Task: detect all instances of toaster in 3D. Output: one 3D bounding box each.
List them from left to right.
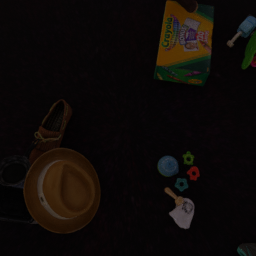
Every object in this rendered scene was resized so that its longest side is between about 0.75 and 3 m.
[{"bbox_3d":[-2.588,1.668,6.868,1.344,0.798,1.215,7,70,3],"label":"toaster"}]

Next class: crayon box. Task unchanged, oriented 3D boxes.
[{"bbox_3d":[1.688,-2.564,8.374,1.485,0.728,2.499,9,68,3],"label":"crayon box"}]

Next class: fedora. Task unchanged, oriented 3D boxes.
[{"bbox_3d":[-1.377,1.419,6.551,2.031,0.828,2.031,10,71,-31],"label":"fedora"}]

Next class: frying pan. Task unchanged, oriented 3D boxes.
[{"bbox_3d":[-2.687,0.810,6.772,0.818,0.220,1.353,5,50,-2],"label":"frying pan"}]

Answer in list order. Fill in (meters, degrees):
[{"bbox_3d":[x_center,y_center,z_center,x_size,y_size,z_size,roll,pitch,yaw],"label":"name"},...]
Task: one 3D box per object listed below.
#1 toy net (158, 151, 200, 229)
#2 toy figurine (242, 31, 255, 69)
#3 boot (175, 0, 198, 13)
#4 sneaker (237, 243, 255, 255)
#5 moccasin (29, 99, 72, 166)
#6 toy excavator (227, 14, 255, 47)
[{"bbox_3d":[1.383,1.574,7.164,0.980,0.361,1.868,-7,72,-5],"label":"toy net"},{"bbox_3d":[4.280,-2.174,8.290,1.304,1.064,1.417,22,93,-2],"label":"toy figurine"},{"bbox_3d":[1.464,-3.638,7.901,0.816,0.355,0.981,10,39,-34],"label":"boot"},{"bbox_3d":[2.839,3.463,6.259,0.831,0.707,1.822,2,50,12],"label":"sneaker"},{"bbox_3d":[-2.058,0.176,7.416,0.733,0.773,2.004,23,72,8],"label":"moccasin"},{"bbox_3d":[3.540,-2.994,8.685,0.935,0.909,0.467,-30,71,-40],"label":"toy excavator"}]
